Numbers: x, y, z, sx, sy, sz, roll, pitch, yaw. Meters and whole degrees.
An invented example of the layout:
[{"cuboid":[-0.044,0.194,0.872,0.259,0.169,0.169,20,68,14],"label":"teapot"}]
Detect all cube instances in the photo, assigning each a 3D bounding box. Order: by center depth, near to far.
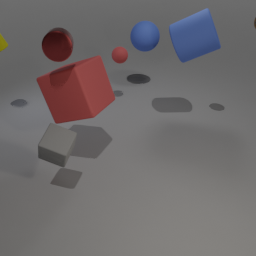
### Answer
[{"cuboid":[-1.741,0.432,6.912,0.700,0.700,0.700,21,55,-3],"label":"cube"},{"cuboid":[-1.435,-1.102,8.038,1.400,1.400,1.400,-8,23,28],"label":"cube"}]

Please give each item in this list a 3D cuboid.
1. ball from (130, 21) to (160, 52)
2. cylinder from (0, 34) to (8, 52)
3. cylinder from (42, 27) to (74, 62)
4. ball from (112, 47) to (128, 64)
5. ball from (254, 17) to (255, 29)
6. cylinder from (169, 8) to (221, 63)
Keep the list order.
[{"cuboid":[0.813,-4.372,13.375,1.400,1.400,1.400,0,31,0],"label":"ball"},{"cuboid":[-4.820,-3.116,10.064,0.700,0.700,0.700,-18,37,14],"label":"cylinder"},{"cuboid":[-1.673,-2.011,6.733,0.700,0.700,0.700,-4,26,-7],"label":"cylinder"},{"cuboid":[-0.348,-3.112,11.961,0.700,0.700,0.700,0,31,0],"label":"ball"},{"cuboid":[4.417,-3.407,8.974,0.700,0.700,0.700,0,31,0],"label":"ball"},{"cuboid":[2.329,-3.180,9.745,1.400,1.400,1.400,-18,24,23],"label":"cylinder"}]
